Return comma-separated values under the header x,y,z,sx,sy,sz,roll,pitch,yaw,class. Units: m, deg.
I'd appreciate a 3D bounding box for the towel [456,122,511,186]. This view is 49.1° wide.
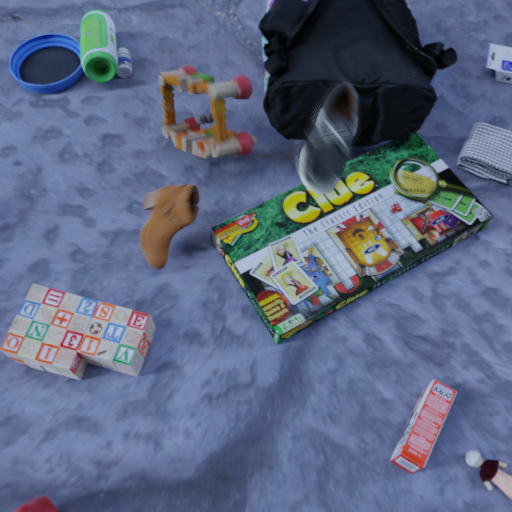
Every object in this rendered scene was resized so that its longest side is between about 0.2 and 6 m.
x,y,z,sx,sy,sz,roll,pitch,yaw,class
4.995,-2.145,11.712,1.309,0.560,1.084,22,64,11,towel

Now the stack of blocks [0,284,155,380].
x,y,z,sx,sy,sz,roll,pitch,yaw,class
-3.033,1.430,9.704,2.220,0.650,1.278,13,62,7,stack of blocks

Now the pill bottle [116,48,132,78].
x,y,z,sx,sy,sz,roll,pitch,yaw,class
-3.111,-4.537,13.121,0.377,0.377,0.679,-8,62,-4,pill bottle

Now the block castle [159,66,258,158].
x,y,z,sx,sy,sz,roll,pitch,yaw,class
-0.920,-2.822,10.927,1.051,1.497,2.240,-19,31,-33,block castle

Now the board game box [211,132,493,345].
x,y,z,sx,sy,sz,roll,pitch,yaw,class
1.847,-0.540,10.865,4.885,0.573,2.559,-27,63,-14,board game box

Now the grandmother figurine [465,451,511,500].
x,y,z,sx,sy,sz,roll,pitch,yaw,class
3.747,3.460,8.835,0.970,0.294,0.588,38,40,21,grandmother figurine

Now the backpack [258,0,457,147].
x,y,z,sx,sy,sz,roll,pitch,yaw,class
1.581,-4.470,11.704,3.718,2.820,4.456,3,58,-12,backpack

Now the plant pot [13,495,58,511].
x,y,z,sx,sy,sz,roll,pitch,yaw,class
-3.156,4.299,7.760,1.415,1.415,1.288,-41,78,-20,plant pot

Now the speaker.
x,y,z,sx,sy,sz,roll,pitch,yaw,class
-3.639,-4.862,12.950,0.841,0.841,1.901,-10,54,-6,speaker

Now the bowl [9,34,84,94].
x,y,z,sx,sy,sz,roll,pitch,yaw,class
-4.857,-4.490,13.118,1.722,0.338,1.722,0,61,0,bowl

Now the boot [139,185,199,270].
x,y,z,sx,sy,sz,roll,pitch,yaw,class
-1.505,-0.538,10.217,1.190,0.588,1.533,-6,78,37,boot

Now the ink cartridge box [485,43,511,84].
x,y,z,sx,sy,sz,roll,pitch,yaw,class
6.211,-4.383,13.060,1.780,0.349,0.885,16,63,7,ink cartridge box

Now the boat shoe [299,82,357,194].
x,y,z,sx,sy,sz,roll,pitch,yaw,class
1.171,-1.879,8.841,0.738,0.695,2.056,18,60,4,boat shoe

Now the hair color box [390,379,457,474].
x,y,z,sx,sy,sz,roll,pitch,yaw,class
2.668,2.728,8.950,0.430,0.746,1.345,29,65,15,hair color box
